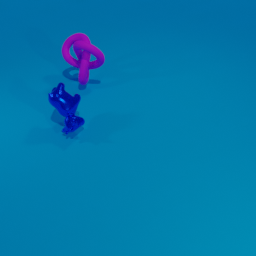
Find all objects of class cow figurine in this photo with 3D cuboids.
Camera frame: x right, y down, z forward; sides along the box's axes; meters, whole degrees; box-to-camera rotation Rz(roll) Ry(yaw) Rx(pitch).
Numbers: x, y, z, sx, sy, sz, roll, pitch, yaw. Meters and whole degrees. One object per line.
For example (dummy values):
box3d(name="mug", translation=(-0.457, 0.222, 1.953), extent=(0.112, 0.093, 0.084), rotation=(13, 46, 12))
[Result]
box3d(name="cow figurine", translation=(-1.653, -0.481, 7.405), extent=(0.648, 1.180, 1.162), rotation=(-28, 36, 37))

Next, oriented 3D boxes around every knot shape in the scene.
box3d(name="knot shape", translation=(-1.407, -2.307, 9.058), extent=(0.777, 1.682, 1.574), rotation=(-25, 11, -34))
